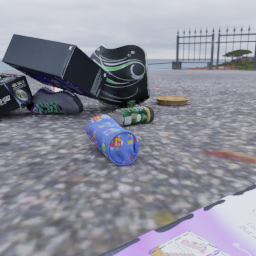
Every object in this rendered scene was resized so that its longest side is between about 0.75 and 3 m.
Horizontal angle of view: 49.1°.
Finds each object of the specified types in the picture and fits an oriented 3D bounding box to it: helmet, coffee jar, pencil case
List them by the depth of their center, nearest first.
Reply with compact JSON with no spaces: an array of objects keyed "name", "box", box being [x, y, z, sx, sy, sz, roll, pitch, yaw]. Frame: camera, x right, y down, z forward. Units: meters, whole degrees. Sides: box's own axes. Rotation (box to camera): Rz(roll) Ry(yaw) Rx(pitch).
[{"name":"pencil case","box":[-0.338,0.195,5.809,0.744,0.669,1.714,-9,17,-19]},{"name":"coffee jar","box":[0.205,-0.369,8.416,1.154,0.492,0.602,-8,16,-31]},{"name":"helmet","box":[-0.421,-1.947,10.625,2.347,2.461,2.461,-5,14,2]}]

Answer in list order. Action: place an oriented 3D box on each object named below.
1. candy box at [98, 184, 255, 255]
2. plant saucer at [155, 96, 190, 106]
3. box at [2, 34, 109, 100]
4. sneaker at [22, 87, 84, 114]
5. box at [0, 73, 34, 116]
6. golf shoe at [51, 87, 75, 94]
[{"name":"candy box","box":[1.208,1.173,1.627,2.294,0.821,1.925,-10,17,-33]},{"name":"plant saucer","box":[1.902,-1.167,12.048,1.483,0.263,1.483,0,14,0]},{"name":"box","box":[-2.346,-1.984,9.151,2.758,1.087,1.946,18,-8,29]},{"name":"sneaker","box":[-2.627,-0.719,9.665,2.537,0.944,1.110,13,46,41]},{"name":"box","box":[-4.587,-1.095,9.457,2.233,0.962,1.829,13,35,43]},{"name":"golf shoe","box":[-3.133,-2.032,13.175,1.044,1.325,2.877,-8,23,-19]}]
